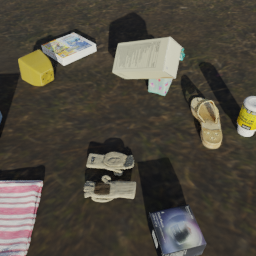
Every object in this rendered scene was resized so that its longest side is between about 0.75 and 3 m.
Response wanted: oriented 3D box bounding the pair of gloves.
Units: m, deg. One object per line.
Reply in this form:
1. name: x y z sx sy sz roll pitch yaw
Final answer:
1. pair of gloves: -0.515 1.408 8.184 1.472 0.303 1.731 -4 42 1

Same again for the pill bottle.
1. pill bottle: 4.061 -0.349 9.282 0.725 1.289 0.725 -1 43 1

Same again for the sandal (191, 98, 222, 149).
1. sandal: 2.832 -0.532 9.772 0.969 0.869 2.643 1 44 1

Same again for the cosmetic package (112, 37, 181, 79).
1. cosmetic package: 0.633 -2.448 10.082 2.349 1.236 0.835 10 -4 41

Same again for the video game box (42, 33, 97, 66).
1. video game box: -2.835 -3.866 13.547 1.966 0.460 1.791 -35 51 -31

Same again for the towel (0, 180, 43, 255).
1. towel: -3.290 2.316 7.191 1.774 0.363 2.424 0 44 -1

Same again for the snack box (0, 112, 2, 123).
1. snack box: -5.364 0.075 8.837 2.202 0.745 1.857 -2 45 -5

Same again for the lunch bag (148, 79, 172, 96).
1. lunch bag: 1.412 -2.251 11.268 0.906 1.266 1.486 17 47 17

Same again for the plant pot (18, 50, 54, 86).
1. plant pot: -3.681 -2.364 11.610 1.107 1.082 1.075 37 54 20

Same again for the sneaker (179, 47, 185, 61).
1. sneaker: 2.530 -3.491 13.313 0.358 0.348 0.899 26 51 -2

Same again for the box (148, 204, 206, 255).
1. box: 1.140 2.534 6.754 1.060 0.658 1.069 -9 45 -11
